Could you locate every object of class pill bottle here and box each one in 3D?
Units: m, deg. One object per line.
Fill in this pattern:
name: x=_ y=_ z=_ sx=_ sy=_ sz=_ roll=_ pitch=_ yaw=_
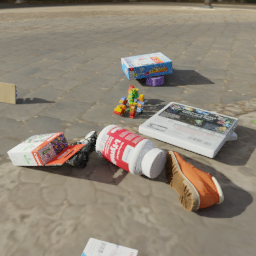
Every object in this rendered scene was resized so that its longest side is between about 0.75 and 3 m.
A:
pill bottle: x=0.097 y=0.761 z=8.936 sx=2.112 sy=1.185 sz=1.185 roll=23 pitch=37 yaw=33

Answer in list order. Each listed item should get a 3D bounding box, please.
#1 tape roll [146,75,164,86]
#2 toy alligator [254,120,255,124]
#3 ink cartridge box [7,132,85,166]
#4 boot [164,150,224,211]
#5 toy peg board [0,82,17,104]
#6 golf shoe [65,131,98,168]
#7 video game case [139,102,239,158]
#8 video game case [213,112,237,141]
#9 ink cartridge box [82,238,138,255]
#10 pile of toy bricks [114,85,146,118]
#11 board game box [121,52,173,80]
tape roll: x=1.492 y=-2.704 z=15.556 sx=0.999 sy=0.424 sz=0.999 roll=-3 pitch=27 yaw=2
toy alligator: x=5.932 y=-0.167 z=11.268 sx=1.582 sy=0.429 sz=0.469 roll=21 pitch=36 yaw=32
ink cartridge box: x=-2.642 y=0.661 z=9.032 sx=2.269 sy=0.571 sz=1.236 roll=-6 pitch=24 yaw=34
boot: x=1.851 y=1.455 z=8.247 sx=1.192 sy=0.834 sz=2.224 roll=-4 pitch=36 yaw=-18
toy peg board: x=-5.699 y=-1.704 z=13.504 sx=0.929 sy=0.933 sz=0.456 roll=9 pitch=16 yaw=14
golf shoe: x=-1.597 y=0.616 z=9.674 sx=0.858 sy=0.706 sz=1.816 roll=7 pitch=30 yaw=12
video game case: x=2.351 y=-0.072 z=10.714 sx=2.935 sy=0.343 sz=2.669 roll=19 pitch=36 yaw=30
video game case: x=2.863 y=-0.048 z=11.230 sx=2.223 sy=0.263 sz=2.023 roll=-4 pitch=31 yaw=-8
ink cartridge box: x=-0.397 y=2.899 z=5.670 sx=1.065 sy=0.777 sz=0.781 roll=9 pitch=31 yaw=15
pile of toy bricks: x=0.196 y=-1.347 z=12.675 sx=1.174 sy=1.044 sz=2.116 roll=13 pitch=33 yaw=21
board game box: x=1.017 y=-3.607 z=16.140 sx=2.464 sy=0.703 sz=2.516 roll=-9 pitch=27 yaw=-5
